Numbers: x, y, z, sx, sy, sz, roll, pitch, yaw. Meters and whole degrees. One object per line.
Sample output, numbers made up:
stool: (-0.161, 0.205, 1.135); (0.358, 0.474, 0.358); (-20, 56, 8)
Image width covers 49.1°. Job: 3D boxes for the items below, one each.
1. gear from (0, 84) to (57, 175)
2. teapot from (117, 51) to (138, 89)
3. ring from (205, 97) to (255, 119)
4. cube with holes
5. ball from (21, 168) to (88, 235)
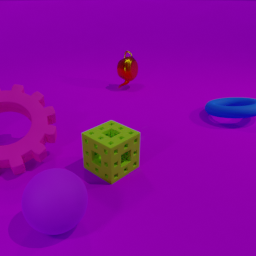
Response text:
gear: (-2.568, -0.012, 5.887); (2.056, 0.380, 2.056); (5, 57, -8)
teapot: (-0.072, -2.085, 10.100); (0.698, 1.425, 0.886); (7, -1, 28)
ring: (3.013, -0.592, 7.955); (1.610, 0.322, 1.610); (-4, 16, 1)
cube with holes: (-0.335, 0.453, 5.621); (0.814, 0.814, 0.814); (24, 35, 37)
ball: (-1.091, 1.093, 4.220); (0.965, 0.965, 0.965); (0, 27, 0)
